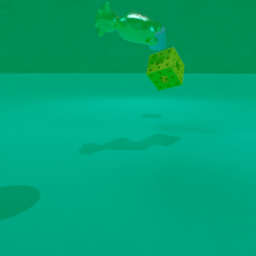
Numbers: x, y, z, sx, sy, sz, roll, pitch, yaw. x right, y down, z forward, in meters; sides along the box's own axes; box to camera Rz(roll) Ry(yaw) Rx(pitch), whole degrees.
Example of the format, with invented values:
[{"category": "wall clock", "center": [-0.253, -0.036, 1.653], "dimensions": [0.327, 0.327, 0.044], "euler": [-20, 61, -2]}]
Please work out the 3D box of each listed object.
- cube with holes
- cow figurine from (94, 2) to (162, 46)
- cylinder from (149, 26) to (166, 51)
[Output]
[{"category": "cube with holes", "center": [1.013, -1.562, 7.507], "dimensions": [0.716, 0.716, 0.716], "euler": [-11, -38, 33]}, {"category": "cow figurine", "center": [-0.029, -2.600, 7.158], "dimensions": [1.539, 0.845, 1.514], "euler": [25, 21, 25]}, {"category": "cylinder", "center": [1.160, -3.625, 11.285], "dimensions": [0.719, 0.719, 0.719], "euler": [-6, 51, 7]}]
